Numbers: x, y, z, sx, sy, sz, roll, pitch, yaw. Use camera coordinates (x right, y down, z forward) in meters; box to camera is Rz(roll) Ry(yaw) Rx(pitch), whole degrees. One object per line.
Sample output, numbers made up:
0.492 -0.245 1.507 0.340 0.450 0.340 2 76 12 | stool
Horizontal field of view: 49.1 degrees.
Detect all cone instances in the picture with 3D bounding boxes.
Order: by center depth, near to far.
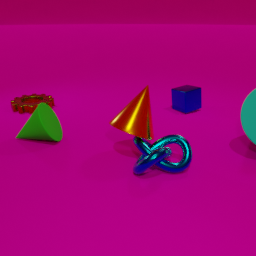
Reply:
0.280 -0.477 6.711 1.169 1.173 1.169 19 8 -3 | cone
3.513 -0.160 7.270 1.624 1.624 1.630 2 -6 5 | cone
-2.629 0.056 7.773 1.155 1.151 1.151 -23 21 9 | cone

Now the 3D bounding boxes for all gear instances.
-3.564 -0.935 10.508 1.524 0.282 1.524 0 24 0 | gear

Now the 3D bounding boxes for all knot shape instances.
0.784 0.572 6.368 1.351 0.667 1.443 -2 21 3 | knot shape

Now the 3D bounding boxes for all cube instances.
2.109 -1.068 10.105 0.775 0.775 0.775 -17 24 -26 | cube
